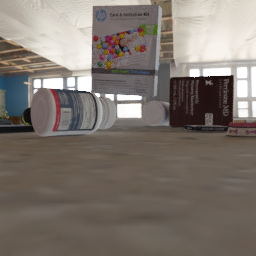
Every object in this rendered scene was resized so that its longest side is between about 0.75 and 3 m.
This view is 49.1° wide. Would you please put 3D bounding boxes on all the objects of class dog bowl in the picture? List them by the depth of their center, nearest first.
[{"bbox_3d":[2.786,0.036,6.621,0.879,0.324,0.879,0,2,0],"label":"dog bowl"}]

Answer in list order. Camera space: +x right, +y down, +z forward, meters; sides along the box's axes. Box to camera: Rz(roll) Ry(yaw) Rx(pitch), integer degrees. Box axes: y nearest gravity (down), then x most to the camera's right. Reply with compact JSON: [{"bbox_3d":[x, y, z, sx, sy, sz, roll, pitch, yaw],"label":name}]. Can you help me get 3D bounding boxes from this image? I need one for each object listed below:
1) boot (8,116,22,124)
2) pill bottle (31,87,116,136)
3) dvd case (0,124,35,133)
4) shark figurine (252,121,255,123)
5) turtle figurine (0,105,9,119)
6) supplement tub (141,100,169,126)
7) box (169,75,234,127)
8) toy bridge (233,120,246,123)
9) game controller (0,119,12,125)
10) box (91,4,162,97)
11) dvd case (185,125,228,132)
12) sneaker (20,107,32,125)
[{"bbox_3d":[-6.600,-0.435,15.689,1.290,0.487,0.475,-1,4,-1],"label":"boot"},{"bbox_3d":[-1.297,-0.387,6.963,1.897,1.135,1.135,-1,3,-41],"label":"pill bottle"},{"bbox_3d":[-3.916,0.007,8.754,2.276,0.200,1.623,1,2,34],"label":"dvd case"},{"bbox_3d":[3.631,-0.070,6.466,1.046,0.730,1.750,-35,2,-12],"label":"shark figurine"},{"bbox_3d":[-7.722,-0.823,18.060,1.186,1.223,0.880,20,-46,-21],"label":"turtle figurine"},{"bbox_3d":[1.506,-0.709,13.626,1.206,1.206,1.827,1,2,25],"label":"supplement tub"},{"bbox_3d":[3.337,-1.153,12.549,2.625,2.178,2.156,1,3,21],"label":"box"},{"bbox_3d":[5.631,-0.342,15.869,1.995,0.272,0.671,1,3,24],"label":"toy bridge"},{"bbox_3d":[-5.868,-0.167,12.223,0.901,0.364,1.728,-14,0,8],"label":"game controller"},{"bbox_3d":[-0.083,-2.259,8.346,2.005,2.571,0.529,6,9,15],"label":"box"},{"bbox_3d":[2.507,0.004,8.998,1.091,0.179,1.451,0,3,0],"label":"dvd case"},{"bbox_3d":[-3.378,-0.540,12.368,2.854,1.054,1.155,0,-1,-41],"label":"sneaker"}]
